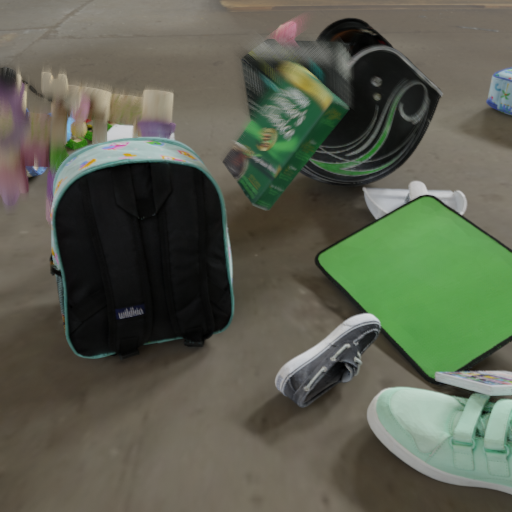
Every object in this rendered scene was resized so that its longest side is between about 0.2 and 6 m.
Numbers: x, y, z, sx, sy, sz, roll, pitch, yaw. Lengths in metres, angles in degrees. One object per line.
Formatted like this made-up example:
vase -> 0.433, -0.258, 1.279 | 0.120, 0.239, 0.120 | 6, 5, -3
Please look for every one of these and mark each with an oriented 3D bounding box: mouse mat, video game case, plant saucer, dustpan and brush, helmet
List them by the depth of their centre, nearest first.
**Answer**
video game case -> 2.553, 1.340, 5.933 | 0.894, 0.113, 0.981 | 2, -4, -14
mouse mat -> 2.347, 0.267, 7.510 | 2.206, 0.103, 2.742 | -28, 44, -12
plant saucer -> 0.343, -2.933, 7.914 | 0.195, 0.769, 0.769 | 15, 32, -12
dustpan and brush -> 2.622, -0.557, 8.791 | 1.667, 0.684, 2.389 | 2, 45, 1
helmet -> 1.600, -2.555, 10.005 | 2.794, 2.663, 2.794 | 34, 24, -18

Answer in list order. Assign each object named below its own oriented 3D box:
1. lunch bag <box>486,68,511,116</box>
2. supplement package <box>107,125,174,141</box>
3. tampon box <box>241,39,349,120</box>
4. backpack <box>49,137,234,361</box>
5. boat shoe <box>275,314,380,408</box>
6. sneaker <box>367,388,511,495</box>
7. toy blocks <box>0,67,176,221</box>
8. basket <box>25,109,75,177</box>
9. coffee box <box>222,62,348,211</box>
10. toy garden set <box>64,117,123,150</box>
lunch bag -> 6.992, -3.826, 13.372 | 1.907, 0.978, 2.372 | -23, 40, -28
supplement package -> -2.327, -2.087, 11.071 | 1.235, 0.685, 0.962 | 4, 34, 7
tampon box -> 0.499, -2.127, 6.890 | 1.101, 0.825, 0.695 | 16, 45, 27
backpack -> -1.380, -0.233, 6.778 | 2.126, 2.418, 1.854 | -7, 35, -10
boat shoe -> 0.950, 1.196, 6.371 | 1.526, 0.547, 0.517 | -26, 41, -29
sneaker -> 2.367, 1.438, 5.097 | 2.643, 1.559, 0.973 | 15, 38, 23
toy blocks -> -2.376, -1.052, 7.462 | 2.515, 2.265, 2.691 | 2, 9, -19
basket -> -4.308, -2.266, 10.682 | 1.829, 1.272, 1.613 | -21, 34, 9
coffee box -> 0.271, -1.315, 6.173 | 0.312, 1.419, 0.873 | 15, 33, -45
toy garden set -> -4.179, -2.890, 12.517 | 1.630, 0.390, 1.955 | 27, 42, 34
